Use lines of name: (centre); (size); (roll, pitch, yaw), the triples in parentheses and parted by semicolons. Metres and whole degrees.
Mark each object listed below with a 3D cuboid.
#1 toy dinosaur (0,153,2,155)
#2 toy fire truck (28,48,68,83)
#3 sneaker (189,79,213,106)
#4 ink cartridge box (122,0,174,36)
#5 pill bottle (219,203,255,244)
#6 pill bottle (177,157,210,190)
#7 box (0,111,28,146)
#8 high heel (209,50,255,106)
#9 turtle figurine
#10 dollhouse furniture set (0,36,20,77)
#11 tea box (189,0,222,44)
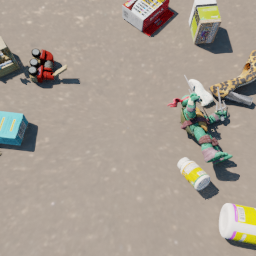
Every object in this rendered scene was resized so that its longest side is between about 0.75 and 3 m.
toy dinosaur: (-4.670, 0.669, 9.679); (0.762, 0.181, 0.336); (24, 77, 12)
toy fire truck: (-2.959, -2.338, 10.539); (1.381, 0.889, 1.216); (6, 68, -10)
sneaker: (2.595, -1.313, 10.312); (0.473, 0.415, 1.180); (-36, 74, -10)
ink cartridge box: (0.893, -4.877, 11.511); (1.524, 0.728, 1.736); (40, 73, 13)
pill bottle: (3.833, 2.930, 8.336); (1.988, 1.036, 1.036); (11, 69, 4)
pill bottle: (2.071, 1.432, 8.973); (0.594, 0.594, 1.054); (-31, 46, -11)
box: (-4.828, -0.076, 9.671); (2.422, 0.595, 0.997); (6, 62, 2)
high heel: (3.960, -2.054, 10.345); (1.618, 0.810, 2.269); (17, 79, 0)
turtle figurine: (2.500, -0.267, 9.417); (2.175, 1.463, 2.905); (1, 64, -44)
dollhouse furniture set: (-4.824, -2.701, 10.328); (0.962, 1.365, 0.956); (-30, 72, -11)
tea box: (2.978, -4.159, 10.965); (0.817, 1.223, 1.204); (-5, 69, -2)
